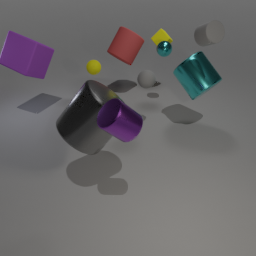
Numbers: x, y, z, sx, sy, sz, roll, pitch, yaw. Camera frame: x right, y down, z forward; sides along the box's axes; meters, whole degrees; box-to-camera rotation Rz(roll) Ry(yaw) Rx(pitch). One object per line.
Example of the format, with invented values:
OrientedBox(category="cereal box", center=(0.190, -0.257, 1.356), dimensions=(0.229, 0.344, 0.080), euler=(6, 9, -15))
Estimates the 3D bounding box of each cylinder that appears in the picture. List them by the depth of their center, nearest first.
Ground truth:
OrientedBox(category="cylinder", center=(-0.166, -0.153, 5.834), dimensions=(0.700, 0.700, 0.700), euler=(33, 8, -37))
OrientedBox(category="cylinder", center=(-0.896, -0.273, 7.227), dimensions=(1.400, 1.400, 1.400), euler=(36, 20, -15))
OrientedBox(category="cylinder", center=(2.603, -3.025, 8.991), dimensions=(0.700, 0.700, 0.700), euler=(-11, 10, -18))
OrientedBox(category="cylinder", center=(2.750, -2.063, 11.131), dimensions=(1.400, 1.400, 1.400), euler=(-29, 82, -41))
OrientedBox(category="cylinder", center=(-0.115, -4.068, 13.945), dimensions=(1.400, 1.400, 1.400), euler=(29, 8, -5))

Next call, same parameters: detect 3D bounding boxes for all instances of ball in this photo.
OrientedBox(category="ball", center=(0.709, -1.864, 10.721), dimensions=(0.700, 0.700, 0.700), euler=(0, 29, 0))
OrientedBox(category="ball", center=(1.619, -3.530, 12.488), dimensions=(0.700, 0.700, 0.700), euler=(0, 29, 0))
OrientedBox(category="ball", center=(-1.623, -2.870, 13.259), dimensions=(0.700, 0.700, 0.700), euler=(0, 29, 0))

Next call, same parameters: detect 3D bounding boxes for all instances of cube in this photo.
OrientedBox(category="cube", center=(-4.214, -3.012, 11.720), dimensions=(1.400, 1.400, 1.400), euler=(25, 10, 11))
OrientedBox(category="cube", center=(1.703, -4.421, 14.021), dimensions=(0.700, 0.700, 0.700), euler=(53, 22, 8))
